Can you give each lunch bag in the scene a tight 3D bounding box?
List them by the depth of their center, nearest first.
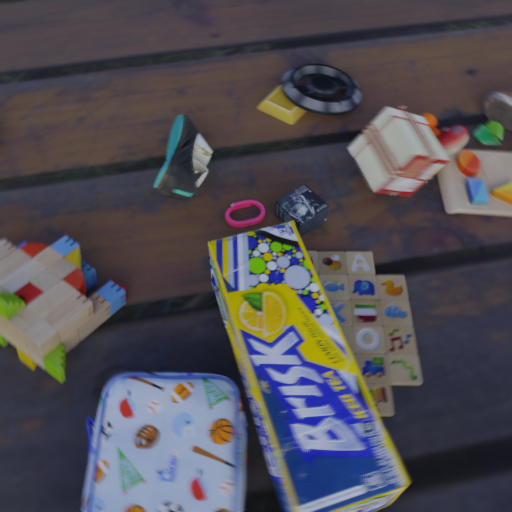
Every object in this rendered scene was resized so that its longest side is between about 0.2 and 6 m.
[{"bbox_3d":[-1.292,2.976,7.849,2.256,1.064,2.815,-1,56,2],"label":"lunch bag"}]

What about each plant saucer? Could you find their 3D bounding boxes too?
[{"bbox_3d":[0.682,-3.544,12.832,0.982,0.238,0.982,30,61,19],"label":"plant saucer"}]

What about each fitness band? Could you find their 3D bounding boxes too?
[{"bbox_3d":[-0.216,-0.828,10.965,0.781,0.146,0.561,-14,54,-9],"label":"fitness band"}]

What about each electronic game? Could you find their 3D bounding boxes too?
[{"bbox_3d":[1.498,-3.844,12.908,1.884,0.392,1.884,5,49,-6],"label":"electronic game"}]

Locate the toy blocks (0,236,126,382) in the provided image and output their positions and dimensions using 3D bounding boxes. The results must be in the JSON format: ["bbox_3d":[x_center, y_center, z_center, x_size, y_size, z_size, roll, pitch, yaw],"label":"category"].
[{"bbox_3d":[-3.594,0.522,9.521,2.860,1.429,1.955,31,49,18],"label":"toy blocks"}]

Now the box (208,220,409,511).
[{"bbox_3d":[0.550,1.662,8.411,1.530,1.404,4.366,-15,56,-9],"label":"box"}]

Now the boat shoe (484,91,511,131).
[{"bbox_3d":[6.030,-2.906,12.048,0.807,0.851,2.247,-30,62,-21],"label":"boat shoe"}]

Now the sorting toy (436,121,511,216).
[{"bbox_3d":[4.691,-1.896,11.610,1.868,0.372,2.528,1,56,1],"label":"sorting toy"}]

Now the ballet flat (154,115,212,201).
[{"bbox_3d":[-1.416,-1.910,11.286,0.909,0.904,2.657,23,38,-16],"label":"ballet flat"}]

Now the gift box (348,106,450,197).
[{"bbox_3d":[2.781,-2.020,11.014,1.448,1.337,1.352,3,55,-44],"label":"gift box"}]

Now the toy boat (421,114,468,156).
[{"bbox_3d":[3.582,-2.496,11.477,0.861,0.862,1.319,-39,22,-33],"label":"toy boat"}]

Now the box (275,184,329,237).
[{"bbox_3d":[0.883,-0.875,10.855,0.757,0.469,0.744,-33,63,-21],"label":"box"}]

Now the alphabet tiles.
[{"bbox_3d":[1.382,1.212,9.626,2.597,0.099,3.121,0,56,1],"label":"alphabet tiles"}]
